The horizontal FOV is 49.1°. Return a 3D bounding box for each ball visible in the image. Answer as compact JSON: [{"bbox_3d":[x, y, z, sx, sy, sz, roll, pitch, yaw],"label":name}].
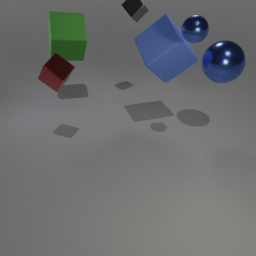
[{"bbox_3d":[1.761,-2.592,7.356,0.700,0.700,0.700,0,31,0],"label":"ball"},{"bbox_3d":[3.184,-2.201,9.372,1.400,1.400,1.400,0,31,0],"label":"ball"}]

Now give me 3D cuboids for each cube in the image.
[{"bbox_3d":[1.312,-2.699,9.654,1.400,1.400,1.400,-33,57,23],"label":"cube"},{"bbox_3d":[-2.144,-1.652,8.388,0.700,0.700,0.700,36,54,-12],"label":"cube"},{"bbox_3d":[-2.529,-3.770,11.630,1.400,1.400,1.400,-3,69,-17],"label":"cube"},{"bbox_3d":[0.284,-4.812,11.216,0.700,0.700,0.700,52,18,9],"label":"cube"}]
